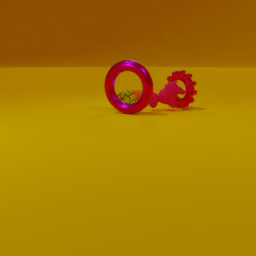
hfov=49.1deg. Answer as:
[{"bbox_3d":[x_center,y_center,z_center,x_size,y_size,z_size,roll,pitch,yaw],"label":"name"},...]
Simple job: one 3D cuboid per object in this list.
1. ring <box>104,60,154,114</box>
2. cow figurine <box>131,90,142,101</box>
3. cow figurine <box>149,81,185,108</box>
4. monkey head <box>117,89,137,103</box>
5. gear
[{"bbox_3d":[0.003,-1.320,9.143,1.758,1.758,0.352,7,18,26],"label":"ring"},{"bbox_3d":[0.620,-1.336,11.562,1.144,0.638,1.162,1,9,42],"label":"cow figurine"},{"bbox_3d":[1.241,-1.185,9.857,1.199,1.219,0.669,29,15,-18],"label":"cow figurine"},{"bbox_3d":[-0.068,-0.997,10.425,0.819,0.686,1.139,46,24,14],"label":"monkey head"},{"bbox_3d":[1.945,-1.441,10.412,0.252,1.364,1.364,-15,19,-36],"label":"gear"}]
